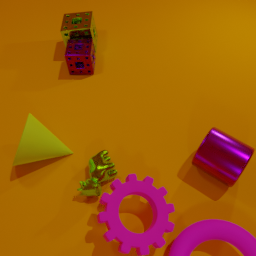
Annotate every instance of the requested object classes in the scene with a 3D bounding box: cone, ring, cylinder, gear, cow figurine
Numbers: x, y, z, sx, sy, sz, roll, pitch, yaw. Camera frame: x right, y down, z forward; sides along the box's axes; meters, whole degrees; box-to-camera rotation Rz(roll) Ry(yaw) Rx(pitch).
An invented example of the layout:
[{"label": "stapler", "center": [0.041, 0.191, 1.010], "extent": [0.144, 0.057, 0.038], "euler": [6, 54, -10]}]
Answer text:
[{"label": "cone", "center": [-2.043, 0.468, 7.144], "extent": [1.356, 1.351, 1.351], "euler": [18, 53, -20]}, {"label": "ring", "center": [1.761, 2.814, 5.444], "extent": [2.006, 0.401, 2.006], "euler": [-5, 61, 9]}, {"label": "cylinder", "center": [2.258, 0.687, 6.718], "extent": [1.076, 1.076, 1.076], "euler": [31, 61, 20]}, {"label": "gear", "center": [0.179, 1.798, 5.911], "extent": [1.607, 0.297, 1.607], "euler": [6, 63, -13]}, {"label": "cow figurine", "center": [-0.790, 1.115, 6.759], "extent": [1.044, 0.582, 1.061], "euler": [-25, 46, -9]}]

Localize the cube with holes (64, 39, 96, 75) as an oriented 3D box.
[{"label": "cube with holes", "center": [-1.499, -2.264, 8.931], "extent": [0.789, 0.789, 0.789], "euler": [-1, 53, 2]}]

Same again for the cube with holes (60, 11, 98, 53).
[{"label": "cube with holes", "center": [-1.601, -3.167, 9.396], "extent": [0.970, 0.970, 0.970], "euler": [-4, 54, 4]}]
